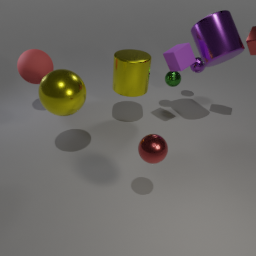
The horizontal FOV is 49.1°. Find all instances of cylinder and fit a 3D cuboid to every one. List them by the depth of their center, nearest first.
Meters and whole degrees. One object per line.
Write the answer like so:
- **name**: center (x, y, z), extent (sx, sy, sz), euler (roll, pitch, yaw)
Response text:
- **cylinder**: center (3.046, -3.014, 9.588), extent (1.400, 1.400, 1.400), euler (-20, -4, -1)
- **cylinder**: center (0.130, -2.100, 10.646), extent (1.400, 1.400, 1.400), euler (3, 33, -2)

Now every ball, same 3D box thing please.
- **ball**: center (0.585, 0.487, 6.546), extent (0.700, 0.700, 0.700), euler (0, 32, 0)
- **ball**: center (-1.941, -1.049, 8.358), extent (1.400, 1.400, 1.400), euler (0, 32, 0)
- **ball**: center (-3.752, -2.488, 11.394), extent (1.400, 1.400, 1.400), euler (0, 32, 0)
- **ball**: center (1.917, -2.102, 11.935), extent (0.700, 0.700, 0.700), euler (0, 32, 0)
- **ball**: center (3.167, -2.847, 12.684), extent (0.700, 0.700, 0.700), euler (0, 32, 0)

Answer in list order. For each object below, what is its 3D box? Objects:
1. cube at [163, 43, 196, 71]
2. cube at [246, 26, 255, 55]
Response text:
- **cube**: center (1.761, -2.414, 9.586), extent (0.700, 0.700, 0.700), euler (-35, 22, -16)
- **cube**: center (4.528, -2.964, 9.481), extent (0.700, 0.700, 0.700), euler (11, 65, 42)
